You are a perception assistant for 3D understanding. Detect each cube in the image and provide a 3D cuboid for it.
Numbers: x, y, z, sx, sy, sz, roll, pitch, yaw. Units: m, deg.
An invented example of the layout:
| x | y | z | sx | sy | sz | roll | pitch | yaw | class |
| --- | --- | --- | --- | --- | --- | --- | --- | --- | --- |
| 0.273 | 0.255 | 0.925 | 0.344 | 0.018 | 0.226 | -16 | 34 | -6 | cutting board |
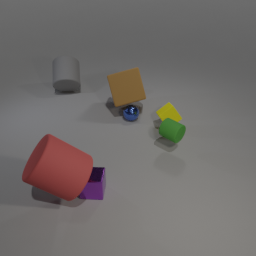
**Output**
| x | y | z | sx | sy | sz | roll | pitch | yaw | class |
| --- | --- | --- | --- | --- | --- | --- | --- | --- | --- |
| -0.046 | -1.800 | 12.598 | 1.400 | 1.400 | 1.400 | -15 | 5 | 2 | cube |
| -1.060 | 1.652 | 8.420 | 0.700 | 0.700 | 0.700 | 2 | 31 | 3 | cube |
| 1.672 | -0.518 | 11.481 | 0.700 | 0.700 | 0.700 | -37 | 17 | 6 | cube |

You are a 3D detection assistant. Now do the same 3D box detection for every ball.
| x | y | z | sx | sy | sz | roll | pitch | yaw | class |
| --- | --- | --- | --- | --- | --- | --- | --- | --- | --- |
| 0.138 | -0.664 | 12.263 | 0.700 | 0.700 | 0.700 | 0 | 31 | 0 | ball |

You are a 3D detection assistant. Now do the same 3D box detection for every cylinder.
| x | y | z | sx | sy | sz | roll | pitch | yaw | class |
| --- | --- | --- | --- | --- | --- | --- | --- | --- | --- |
| -3.215 | -2.802 | 14.616 | 1.400 | 1.400 | 1.400 | -4 | 71 | -6 | cylinder |
| -1.906 | 1.081 | 7.649 | 1.400 | 1.400 | 1.400 | 32 | 22 | -24 | cylinder |
| 1.571 | 0.085 | 9.945 | 0.700 | 0.700 | 0.700 | 30 | 42 | 33 | cylinder |
